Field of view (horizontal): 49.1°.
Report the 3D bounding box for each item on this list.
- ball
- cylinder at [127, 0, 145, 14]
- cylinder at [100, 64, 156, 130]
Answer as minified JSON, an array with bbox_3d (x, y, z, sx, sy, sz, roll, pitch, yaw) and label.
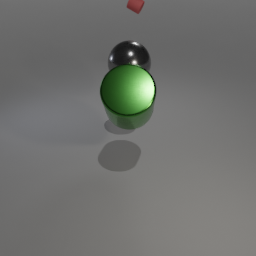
[{"bbox_3d":[0.045,-2.094,9.042,1.400,1.400,1.400,0,29,0],"label":"ball"},{"bbox_3d":[0.390,-6.359,14.415,0.700,0.700,0.700,30,33,-1],"label":"cylinder"},{"bbox_3d":[0.022,-0.782,7.515,1.400,1.400,1.400,1,-14,2],"label":"cylinder"}]
